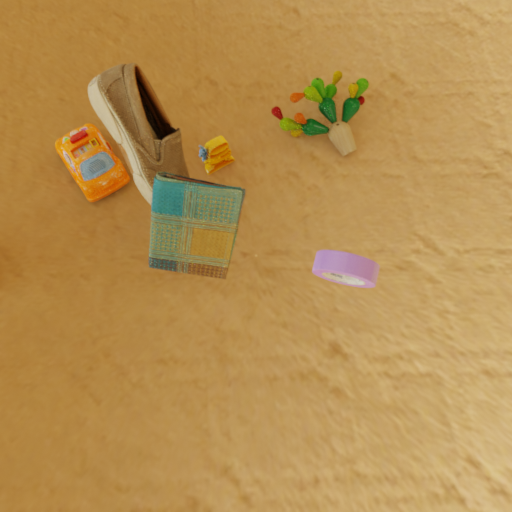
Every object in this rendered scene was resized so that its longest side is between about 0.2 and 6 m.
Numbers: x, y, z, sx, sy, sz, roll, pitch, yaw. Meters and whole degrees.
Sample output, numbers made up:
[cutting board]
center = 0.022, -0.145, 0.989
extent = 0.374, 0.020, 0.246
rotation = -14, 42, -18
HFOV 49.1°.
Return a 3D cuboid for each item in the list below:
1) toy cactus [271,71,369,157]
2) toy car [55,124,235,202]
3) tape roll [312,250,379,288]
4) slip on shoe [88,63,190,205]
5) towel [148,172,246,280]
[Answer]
[toy cactus]
center = 1.444, -2.735, 11.170
extent = 1.984, 1.014, 1.637
rotation = -26, 89, -13
[toy car]
center = -2.207, -2.214, 10.718
extent = 3.332, 1.109, 1.634
rotation = -16, 69, -6
[tape roll]
center = 1.230, 0.185, 7.701
extent = 0.881, 0.881, 0.289
rotation = 14, 79, 6
[slip on shoe]
center = -1.592, -1.779, 9.223
extent = 0.866, 1.086, 2.857
rotation = -20, 110, 26
[towel]
center = -0.961, -0.414, 8.626
extent = 1.346, 1.835, 0.199
rotation = 10, 41, -4
